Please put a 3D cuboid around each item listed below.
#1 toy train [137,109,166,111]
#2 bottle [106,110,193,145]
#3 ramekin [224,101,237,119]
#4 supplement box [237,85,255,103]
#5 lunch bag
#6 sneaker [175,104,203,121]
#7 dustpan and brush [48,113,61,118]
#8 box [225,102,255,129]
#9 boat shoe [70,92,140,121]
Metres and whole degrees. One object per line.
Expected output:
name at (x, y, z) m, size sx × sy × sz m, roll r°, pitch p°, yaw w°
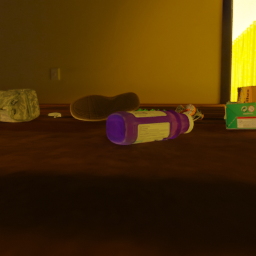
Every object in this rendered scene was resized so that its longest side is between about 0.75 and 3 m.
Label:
toy train at (0.868, -0.452, 10.224) m, size 0.546 × 0.404 × 1.935 m, roll -17°, pitch 16°, yaw -38°
bottle at (0.485, -0.044, 5.259) m, size 1.767 × 0.577 × 0.738 m, roll -5°, pitch 6°, yaw -37°
ramekin at (4.446, -0.679, 10.759) m, size 1.407 × 0.687 × 1.407 m, roll 0°, pitch 6°, yaw 0°
supplement box at (4.621, -0.712, 8.640) m, size 2.187 × 1.190 × 1.198 m, roll 0°, pitch 5°, yaw 1°
lunch bag at (-3.983, -0.699, 9.417) m, size 1.597 × 1.113 × 1.340 m, roll 3°, pitch 20°, yaw 25°
sneaker at (2.045, -0.451, 9.782) m, size 0.581 × 0.589 × 1.505 m, roll 25°, pitch -4°, yaw -16°
dustpan and brush at (-3.081, -0.543, 12.067) m, size 0.533 × 0.219 × 0.764 m, roll 4°, pitch 13°, yaw 2°
box at (3.530, -0.320, 6.328) m, size 2.584 × 0.625 × 1.516 m, roll -7°, pitch 4°, yaw -40°
boat shoe at (-0.890, -0.718, 10.523) m, size 2.739 × 1.014 × 0.909 m, roll -7°, pitch -9°, yaw -27°
